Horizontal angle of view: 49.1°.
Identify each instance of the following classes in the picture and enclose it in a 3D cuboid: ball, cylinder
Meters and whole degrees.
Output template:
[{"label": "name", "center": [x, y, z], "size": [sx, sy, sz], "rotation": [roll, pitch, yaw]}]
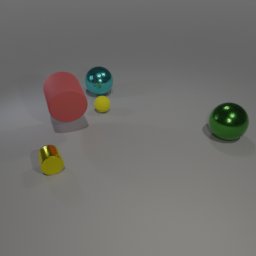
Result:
[{"label": "ball", "center": [-1.125, -1.053, 12.267], "size": [0.700, 0.700, 0.700], "rotation": [0, 30, 0]}, {"label": "cylinder", "center": [-2.344, -1.165, 10.423], "size": [1.400, 1.400, 1.400], "rotation": [-11, 42, -18]}, {"label": "cylinder", "center": [-2.437, 0.997, 8.815], "size": [0.700, 0.700, 0.700], "rotation": [-13, 32, -20]}, {"label": "ball", "center": [3.688, -0.240, 10.290], "size": [1.400, 1.400, 1.400], "rotation": [0, 30, 0]}, {"label": "ball", "center": [-1.424, -2.323, 13.779], "size": [1.400, 1.400, 1.400], "rotation": [0, 30, 0]}]
